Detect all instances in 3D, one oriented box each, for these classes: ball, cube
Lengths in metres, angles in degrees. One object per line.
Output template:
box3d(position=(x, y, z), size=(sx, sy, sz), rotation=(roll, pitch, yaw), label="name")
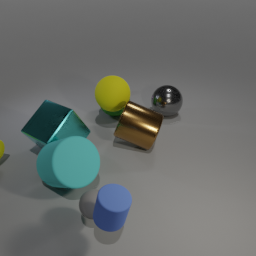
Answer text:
box3d(position=(-0.816, 1.811, 6.666), size=(0.700, 0.700, 0.700), rotation=(0, 29, 0), label="ball")
box3d(position=(-2.429, 0.110, 9.603), size=(1.400, 1.400, 1.400), rotation=(20, 68, 32), label="cube")
box3d(position=(-0.603, -1.346, 10.984), size=(1.400, 1.400, 1.400), rotation=(0, 29, 0), label="ball")
box3d(position=(1.730, -1.205, 12.472), size=(1.400, 1.400, 1.400), rotation=(0, 29, 0), label="ball")
box3d(position=(-0.603, -1.231, 12.524), size=(1.400, 1.400, 1.400), rotation=(0, 29, 0), label="ball")

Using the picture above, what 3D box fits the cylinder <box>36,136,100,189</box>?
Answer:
box3d(position=(-1.728, 1.000, 8.015), size=(1.400, 1.400, 1.400), rotation=(-23, 5, -35), label="cylinder")

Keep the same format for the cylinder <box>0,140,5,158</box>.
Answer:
box3d(position=(-4.573, 0.685, 9.204), size=(0.700, 0.700, 0.700), rotation=(9, 30, 12), label="cylinder")

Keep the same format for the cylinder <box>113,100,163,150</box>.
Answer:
box3d(position=(0.368, -0.103, 10.119), size=(1.400, 1.400, 1.400), rotation=(23, 31, -2), label="cylinder")

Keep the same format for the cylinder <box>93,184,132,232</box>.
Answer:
box3d(position=(-0.329, 1.629, 5.740), size=(0.700, 0.700, 0.700), rotation=(10, 36, -7), label="cylinder")
